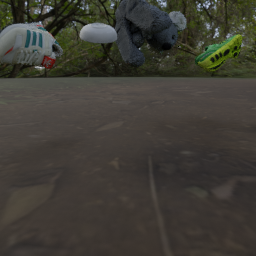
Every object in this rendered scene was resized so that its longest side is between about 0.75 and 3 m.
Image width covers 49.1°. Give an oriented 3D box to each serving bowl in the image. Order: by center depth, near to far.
[{"bbox_3d":[-0.755,-2.488,7.211,0.973,0.320,0.973,4,34,-2],"label":"serving bowl"}]

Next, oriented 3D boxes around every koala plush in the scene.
[{"bbox_3d":[0.930,-3.569,10.252,2.449,2.172,2.251,-2,54,-40],"label":"koala plush"}]

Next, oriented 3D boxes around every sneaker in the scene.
[{"bbox_3d":[-2.573,-2.086,7.519,1.207,0.909,2.581,40,27,-8],"label":"sneaker"},{"bbox_3d":[3.150,-2.677,9.626,2.207,0.817,0.922,-32,43,-28],"label":"sneaker"}]
